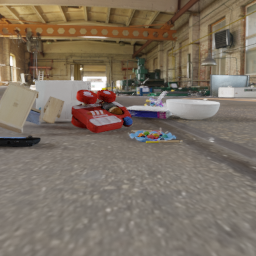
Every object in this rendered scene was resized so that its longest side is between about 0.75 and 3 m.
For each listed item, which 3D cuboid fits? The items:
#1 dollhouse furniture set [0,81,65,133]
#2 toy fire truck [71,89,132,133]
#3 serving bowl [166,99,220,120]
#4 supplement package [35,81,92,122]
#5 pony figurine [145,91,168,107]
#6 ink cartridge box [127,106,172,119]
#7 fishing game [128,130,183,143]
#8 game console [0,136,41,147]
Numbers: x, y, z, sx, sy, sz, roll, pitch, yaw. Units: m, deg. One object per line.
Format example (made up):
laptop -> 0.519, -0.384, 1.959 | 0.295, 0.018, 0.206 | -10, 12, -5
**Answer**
dollhouse furniture set -> -4.099, -0.230, 11.285 | 2.429, 1.679, 2.573 | 20, -28, -11
toy fire truck -> -0.961, -0.525, 11.348 | 2.523, 1.415, 2.119 | -10, 36, -44
serving bowl -> 3.386, -0.967, 14.787 | 2.755, 0.906, 2.755 | 2, 9, 0
supplement package -> -3.242, -1.382, 14.067 | 2.595, 1.969, 1.955 | -2, 9, -16
pony figurine -> 2.043, -1.666, 19.340 | 1.705, 1.420, 1.646 | 13, 47, 44
ink cartridge box -> 1.071, -0.867, 15.628 | 2.453, 0.541, 2.498 | 5, 11, 20
fishing game -> 0.788, 0.184, 9.174 | 1.573, 0.342, 2.197 | 0, 8, -7
game console -> -4.013, 0.315, 8.227 | 2.879, 0.347, 1.698 | 1, 9, 3
